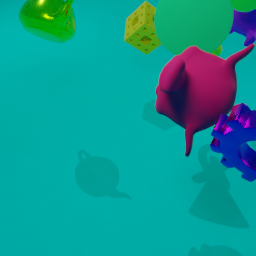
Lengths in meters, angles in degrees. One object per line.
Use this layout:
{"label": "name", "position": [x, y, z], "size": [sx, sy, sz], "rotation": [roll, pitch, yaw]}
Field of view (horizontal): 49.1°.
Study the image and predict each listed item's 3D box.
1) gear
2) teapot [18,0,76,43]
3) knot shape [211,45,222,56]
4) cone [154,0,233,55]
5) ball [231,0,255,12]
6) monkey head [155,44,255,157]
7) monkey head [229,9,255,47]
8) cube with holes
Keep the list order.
{"label": "gear", "position": [1.647, 0.271, 3.155], "size": [1.392, 1.392, 0.257], "rotation": [23, 64, 20]}
{"label": "teapot", "position": [-1.471, -2.173, 5.377], "size": [1.088, 0.857, 1.750], "rotation": [14, 2, -40]}
{"label": "knot shape", "position": [1.498, -1.547, 5.818], "size": [0.641, 1.298, 1.387], "rotation": [25, 52, 21]}
{"label": "cone", "position": [1.155, -2.054, 4.958], "size": [1.231, 1.231, 1.235], "rotation": [9, 37, 8]}
{"label": "ball", "position": [2.303, -2.650, 5.411], "size": [0.752, 0.752, 0.752], "rotation": [0, 47, 0]}
{"label": "monkey head", "position": [0.932, -0.501, 3.772], "size": [1.067, 1.770, 1.273], "rotation": [30, 11, 10]}
{"label": "monkey head", "position": [2.732, -2.429, 6.458], "size": [0.842, 1.397, 1.005], "rotation": [34, 66, 0]}
{"label": "cube with holes", "position": [0.482, -2.597, 7.352], "size": [0.794, 0.794, 0.794], "rotation": [22, 59, -32]}
